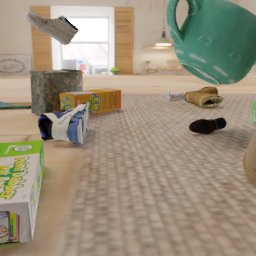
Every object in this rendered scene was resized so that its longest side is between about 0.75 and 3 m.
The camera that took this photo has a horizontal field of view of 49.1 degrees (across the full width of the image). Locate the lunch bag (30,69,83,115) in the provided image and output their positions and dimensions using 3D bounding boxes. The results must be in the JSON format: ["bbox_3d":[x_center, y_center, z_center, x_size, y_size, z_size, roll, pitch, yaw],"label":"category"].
[{"bbox_3d":[-2.721,-1.462,11.237,1.237,1.725,2.104,16,20,42],"label":"lunch bag"}]

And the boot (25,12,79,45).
[{"bbox_3d":[-2.629,-3.752,9.972,0.877,0.675,1.836,-36,-38,27],"label":"boot"}]

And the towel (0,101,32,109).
[{"bbox_3d":[-5.169,-1.068,12.945,1.919,0.208,1.408,-2,14,-9],"label":"towel"}]

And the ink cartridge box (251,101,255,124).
[{"bbox_3d":[4.841,-0.353,8.562,1.363,0.785,1.867,0,13,1],"label":"ink cartridge box"}]

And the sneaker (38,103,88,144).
[{"bbox_3d":[-1.746,-0.182,7.676,1.243,0.870,2.153,2,15,-2],"label":"sneaker"}]

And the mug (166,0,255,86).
[{"bbox_3d":[2.202,-2.307,7.729,2.698,1.669,2.217,30,7,9],"label":"mug"}]

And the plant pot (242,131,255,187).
[{"bbox_3d":[2.710,0.234,4.587,1.772,0.818,1.772,-25,16,8],"label":"plant pot"}]

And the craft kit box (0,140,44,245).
[{"bbox_3d":[-2.597,0.834,4.031,2.563,0.629,2.595,-1,13,-14],"label":"craft kit box"}]

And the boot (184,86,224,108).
[{"bbox_3d":[3.985,-1.477,13.669,1.988,0.751,2.270,-16,15,-9],"label":"boot"}]

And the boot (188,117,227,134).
[{"bbox_3d":[2.223,-0.030,8.289,1.267,0.473,0.614,-6,-5,-21],"label":"boot"}]

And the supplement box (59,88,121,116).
[{"bbox_3d":[-1.431,-1.051,11.317,0.949,0.918,2.759,13,19,36],"label":"supplement box"}]

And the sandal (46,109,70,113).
[{"bbox_3d":[-2.429,-0.419,9.835,1.567,0.428,0.640,-7,-2,44],"label":"sandal"}]

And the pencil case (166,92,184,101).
[{"bbox_3d":[2.577,-1.723,15.246,0.970,0.403,0.440,-3,58,-19],"label":"pencil case"}]
